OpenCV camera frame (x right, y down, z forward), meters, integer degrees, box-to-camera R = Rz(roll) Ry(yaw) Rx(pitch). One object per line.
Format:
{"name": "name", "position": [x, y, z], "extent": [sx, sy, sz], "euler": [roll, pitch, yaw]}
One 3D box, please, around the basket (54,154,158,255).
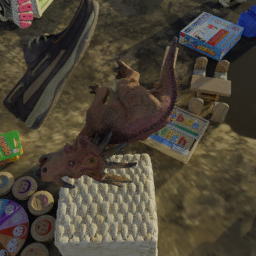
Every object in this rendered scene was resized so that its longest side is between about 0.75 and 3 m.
{"name": "basket", "position": [-0.362, 1.673, 5.814], "extent": [1.948, 1.581, 1.966], "euler": [-1, 51, 0]}

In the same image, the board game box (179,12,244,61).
{"name": "board game box", "position": [3.076, -3.437, 10.373], "extent": [1.712, 0.489, 1.749], "euler": [34, 60, 22]}

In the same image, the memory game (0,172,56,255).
{"name": "memory game", "position": [-3.039, 2.306, 6.183], "extent": [2.993, 0.191, 2.993], "euler": [0, 52, 0]}

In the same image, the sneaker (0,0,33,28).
{"name": "sneaker", "position": [-3.225, -3.884, 7.575], "extent": [0.966, 2.208, 0.814], "euler": [19, 43, 11]}

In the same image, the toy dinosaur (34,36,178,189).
{"name": "toy dinosaur", "position": [-0.008, -0.094, 4.521], "extent": [2.812, 1.207, 1.906], "euler": [-37, 30, 14]}

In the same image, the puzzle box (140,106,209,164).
{"name": "puzzle box", "position": [0.973, -0.088, 7.946], "extent": [2.259, 0.287, 1.503], "euler": [25, 56, 18]}

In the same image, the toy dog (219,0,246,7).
{"name": "toy dog", "position": [4.535, -5.715, 11.922], "extent": [1.207, 0.842, 1.170], "euler": [2, 62, 0]}

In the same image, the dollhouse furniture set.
{"name": "dollhouse furniture set", "position": [2.031, -1.473, 8.331], "extent": [2.087, 1.358, 1.917], "euler": [11, 54, 8]}

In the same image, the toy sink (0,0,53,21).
{"name": "toy sink", "position": [-4.082, -5.548, 11.263], "extent": [1.416, 1.647, 2.527], "euler": [13, 53, 9]}

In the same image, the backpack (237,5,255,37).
{"name": "backpack", "position": [4.767, -4.055, 10.519], "extent": [1.218, 1.022, 0.990], "euler": [-20, 54, -10]}

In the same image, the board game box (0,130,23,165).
{"name": "board game box", "position": [-3.735, 0.681, 7.389], "extent": [1.821, 0.273, 0.870], "euler": [-19, 56, -11]}

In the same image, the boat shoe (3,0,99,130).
{"name": "boat shoe", "position": [-1.538, -1.330, 5.439], "extent": [1.040, 1.057, 2.838], "euler": [30, 96, -14]}
